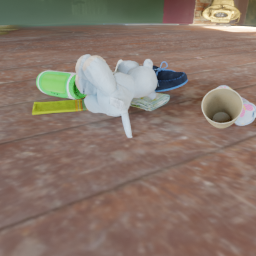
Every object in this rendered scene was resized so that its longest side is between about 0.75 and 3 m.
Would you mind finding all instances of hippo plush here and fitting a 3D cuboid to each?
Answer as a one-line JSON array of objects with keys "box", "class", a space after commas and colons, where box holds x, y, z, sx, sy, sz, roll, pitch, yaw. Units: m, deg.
[{"box": [-0.171, -1.523, 8.685, 2.174, 2.154, 2.704, -33, 38, -24], "class": "hippo plush"}]

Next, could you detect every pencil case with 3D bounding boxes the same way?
[{"box": [3.472, -0.778, 9.272, 0.862, 0.790, 1.900, 12, 23, -9], "class": "pencil case"}]

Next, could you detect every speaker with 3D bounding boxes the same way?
[{"box": [-2.518, -1.662, 10.686, 2.238, 0.990, 0.990, 14, 28, 38], "class": "speaker"}]

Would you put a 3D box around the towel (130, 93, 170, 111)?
[{"box": [0.684, -1.063, 10.356, 1.236, 0.348, 1.444, 18, 29, 32], "class": "towel"}]

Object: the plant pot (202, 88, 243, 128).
[{"box": [2.693, -0.421, 8.073, 1.068, 1.068, 1.141, 10, -17, 20], "class": "plant pot"}]

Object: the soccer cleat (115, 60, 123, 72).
[{"box": [-0.431, -1.898, 10.811, 0.720, 1.689, 0.580, 9, -14, -28], "class": "soccer cleat"}]

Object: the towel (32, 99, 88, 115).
[{"box": [-2.181, -0.804, 9.978, 2.317, 0.209, 0.997, -6, 24, -12], "class": "towel"}]

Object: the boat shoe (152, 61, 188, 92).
[{"box": [0.963, -1.986, 11.036, 2.766, 0.949, 1.164, 0, 30, 35], "class": "boat shoe"}]
